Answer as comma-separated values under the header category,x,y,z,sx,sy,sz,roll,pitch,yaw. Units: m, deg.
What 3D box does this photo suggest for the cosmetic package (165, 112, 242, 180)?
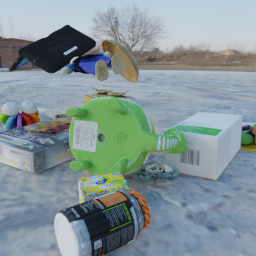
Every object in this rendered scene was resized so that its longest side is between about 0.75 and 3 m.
category,x,y,z,sx,sy,sz,roll,pitch,yaw
cosmetic package,2.278,0.372,8.146,1.483,1.169,2.757,7,18,31

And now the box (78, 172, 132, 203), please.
category,x,y,z,sx,sy,sz,roll,pitch,yaw
box,-0.476,1.362,5.631,0.930,0.567,0.896,-5,16,-15

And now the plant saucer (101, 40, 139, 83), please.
category,x,y,z,sx,sy,sz,roll,pitch,yaw
plant saucer,-0.282,-3.510,14.373,0.476,2.689,2.689,-43,29,-12

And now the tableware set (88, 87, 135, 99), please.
category,x,y,z,sx,sy,sz,roll,pitch,yaw
tableware set,-1.068,-2.120,16.766,1.843,0.559,2.788,-10,18,-32

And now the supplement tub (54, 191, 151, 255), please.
category,x,y,z,sx,sy,sz,roll,pitch,yaw
supplement tub,-0.373,1.529,4.483,1.398,0.857,0.857,-10,18,-35

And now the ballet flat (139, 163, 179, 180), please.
category,x,y,z,sx,sy,sz,roll,pitch,yaw
ballet flat,0.809,1.080,7.082,1.065,0.395,0.395,-4,16,-17

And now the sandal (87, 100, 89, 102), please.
category,x,y,z,sx,sy,sz,roll,pitch,yaw
sandal,-1.861,-1.040,14.108,1.143,0.763,2.797,8,17,26

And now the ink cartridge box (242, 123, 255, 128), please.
category,x,y,z,sx,sy,sz,roll,pitch,yaw
ink cartridge box,4.796,0.094,10.616,2.167,0.425,1.077,3,16,4

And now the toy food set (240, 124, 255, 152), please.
category,x,y,z,sx,sy,sz,roll,pitch,yaw
toy food set,4.152,0.138,9.265,2.143,0.700,1.261,12,39,39

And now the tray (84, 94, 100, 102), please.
category,x,y,z,sx,sy,sz,roll,pitch,yaw
tray,-1.701,-1.678,17.085,1.244,0.467,2.522,-8,16,-27

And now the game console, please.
category,x,y,z,sx,sy,sz,roll,pitch,yaw
game console,-3.156,-3.008,11.820,2.507,1.659,2.851,32,51,13

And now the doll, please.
category,x,y,z,sx,sy,sz,roll,pitch,yaw
doll,-1.121,-1.800,7.992,1.647,0.585,2.414,-27,26,-22

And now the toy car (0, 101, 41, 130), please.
category,x,y,z,sx,sy,sz,roll,pitch,yaw
toy car,-4.204,-0.293,11.004,1.509,1.321,1.132,-8,53,-28

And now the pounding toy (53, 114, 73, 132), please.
category,x,y,z,sx,sy,sz,roll,pitch,yaw
pounding toy,-2.261,-0.114,10.928,1.236,0.644,1.407,-3,15,-9

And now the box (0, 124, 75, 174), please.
category,x,y,z,sx,sy,sz,roll,pitch,yaw
box,-2.872,0.532,8.581,2.549,0.616,2.019,10,18,32

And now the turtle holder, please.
category,x,y,z,sx,sy,sz,roll,pitch,yaw
turtle holder,-0.095,0.108,7.134,2.706,2.056,1.921,-28,-13,26

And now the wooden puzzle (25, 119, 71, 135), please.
category,x,y,z,sx,sy,sz,roll,pitch,yaw
wooden puzzle,-2.600,-0.035,9.233,1.109,0.131,1.870,8,17,26
